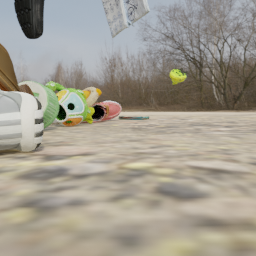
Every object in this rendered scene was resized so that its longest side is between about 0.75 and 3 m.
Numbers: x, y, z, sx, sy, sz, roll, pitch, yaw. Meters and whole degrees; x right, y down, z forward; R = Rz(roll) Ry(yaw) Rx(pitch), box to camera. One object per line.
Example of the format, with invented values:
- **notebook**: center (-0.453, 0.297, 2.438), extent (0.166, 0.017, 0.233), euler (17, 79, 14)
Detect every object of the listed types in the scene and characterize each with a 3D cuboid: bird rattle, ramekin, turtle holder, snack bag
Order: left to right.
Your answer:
- **ramekin**: center (-2.377, -0.576, 6.926), extent (1.203, 1.203, 0.588), euler (0, -12, 6)
- **turtle holder**: center (-1.926, -0.765, 8.843), extent (1.122, 1.476, 1.048), euler (1, 18, 20)
- **bird rattle**: center (-1.812, -0.875, 10.690), extent (1.680, 1.161, 2.061), euler (-49, 24, -21)
- **snack bag**: center (-0.187, -3.617, 7.571), extent (0.208, 1.834, 1.945), euler (-19, 8, -31)

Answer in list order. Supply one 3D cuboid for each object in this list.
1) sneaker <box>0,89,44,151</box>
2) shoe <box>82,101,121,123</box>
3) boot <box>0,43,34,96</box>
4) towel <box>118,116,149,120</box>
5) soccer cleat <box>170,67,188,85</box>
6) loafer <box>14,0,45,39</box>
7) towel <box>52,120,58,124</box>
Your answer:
- **sneaker**: center (-2.490, -0.176, 3.759), extent (2.697, 1.012, 1.557), euler (5, 8, 40)
- **shoe**: center (-1.103, -0.660, 11.910), extent (2.485, 0.888, 1.130), euler (-9, 10, -36)
- **boot**: center (-3.063, -0.592, 5.293), extent (2.064, 0.983, 2.668), euler (-17, -20, -7)
- **towel**: center (0.341, -0.548, 14.718), extent (1.320, 0.195, 1.800), euler (2, 4, 16)
- **soccer cleat**: center (1.307, -1.313, 7.385), extent (0.373, 0.482, 1.152), euler (36, 24, 10)
- **loafer**: center (-1.844, -2.819, 5.546), extent (0.695, 2.047, 0.719), euler (8, 15, 40)
- **towel**: center (-2.726, -0.543, 10.328), extent (0.699, 0.182, 1.055), euler (3, 46, 15)
